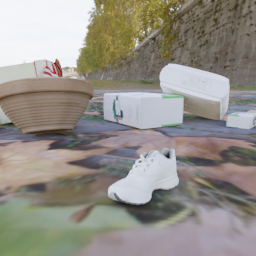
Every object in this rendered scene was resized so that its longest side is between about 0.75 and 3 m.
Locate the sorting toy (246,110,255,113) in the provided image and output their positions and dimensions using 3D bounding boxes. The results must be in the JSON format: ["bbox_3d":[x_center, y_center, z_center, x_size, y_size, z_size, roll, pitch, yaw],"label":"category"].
[{"bbox_3d":[5.548,-0.400,10.104,2.218,0.405,2.053,-2,9,15],"label":"sorting toy"}]

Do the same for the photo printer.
[{"bbox_3d":[2.450,-1.170,10.073,2.275,0.949,2.734,20,-6,21],"label":"photo printer"}]

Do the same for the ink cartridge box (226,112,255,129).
[{"bbox_3d":[3.643,-0.251,8.909,0.712,0.410,0.976,7,12,36],"label":"ink cartridge box"}]

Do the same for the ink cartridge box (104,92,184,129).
[{"bbox_3d":[0.447,-0.678,9.623,1.748,1.009,2.392,-6,11,-31],"label":"ink cartridge box"}]

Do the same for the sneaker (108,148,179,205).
[{"bbox_3d":[0.205,0.577,3.543,0.474,0.554,1.272,8,13,36],"label":"sneaker"}]

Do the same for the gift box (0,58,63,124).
[{"bbox_3d":[-3.269,-1.188,9.754,2.198,2.172,2.353,-9,14,-3],"label":"gift box"}]

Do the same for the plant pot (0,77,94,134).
[{"bbox_3d":[-2.101,-0.468,7.254,2.493,1.151,2.493,-5,-2,0],"label":"plant pot"}]
